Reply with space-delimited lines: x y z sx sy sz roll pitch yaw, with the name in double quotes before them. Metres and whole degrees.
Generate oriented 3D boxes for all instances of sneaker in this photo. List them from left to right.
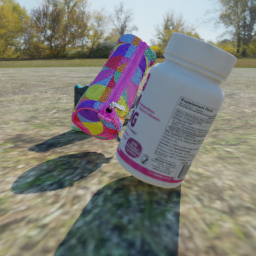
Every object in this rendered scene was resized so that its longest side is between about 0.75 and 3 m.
"sneaker" -0.502 -0.858 7.847 1.112 1.307 2.865 5 19 27

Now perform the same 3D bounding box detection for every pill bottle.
"pill bottle" 0.668 -0.246 4.056 1.120 1.975 1.120 21 15 -6

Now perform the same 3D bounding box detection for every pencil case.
"pencil case" -0.219 -0.920 6.038 1.142 1.142 2.584 6 53 22
